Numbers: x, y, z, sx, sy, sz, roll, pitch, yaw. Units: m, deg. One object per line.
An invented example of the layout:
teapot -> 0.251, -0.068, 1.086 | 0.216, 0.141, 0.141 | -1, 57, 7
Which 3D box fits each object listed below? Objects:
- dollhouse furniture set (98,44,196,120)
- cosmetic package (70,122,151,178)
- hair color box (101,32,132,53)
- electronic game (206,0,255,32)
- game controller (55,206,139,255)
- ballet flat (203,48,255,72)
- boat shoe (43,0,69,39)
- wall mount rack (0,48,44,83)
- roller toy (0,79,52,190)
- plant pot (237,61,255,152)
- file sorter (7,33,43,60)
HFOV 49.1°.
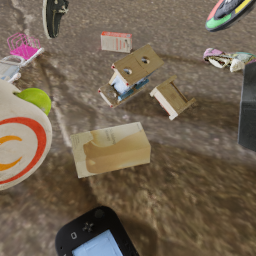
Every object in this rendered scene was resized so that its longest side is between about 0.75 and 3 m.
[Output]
dollhouse furniture set -> 0.541, -1.071, 9.213 | 1.679, 1.688, 2.395 | -36, 85, -30
cosmetic package -> -0.490, 0.583, 7.829 | 2.052, 0.729, 1.079 | -12, 46, -12
hair color box -> -0.493, -3.725, 12.146 | 1.271, 0.705, 0.406 | 9, 46, 8
electronic game -> 2.939, -3.449, 7.560 | 0.430, 2.065, 2.065 | 36, 43, -19
game controller -> -0.417, 2.946, 5.570 | 1.492, 0.602, 2.859 | -21, 48, -20
ballet flat -> 4.010, -2.667, 11.199 | 2.070, 0.716, 0.737 | 19, 67, 25
boat shoe -> -2.032, -3.709, 8.108 | 0.667, 2.211, 0.836 | 6, 19, -2
wall mount rack -> -4.570, -2.213, 10.356 | 2.587, 1.110, 2.977 | 10, 47, 10
roller toy -> -3.447, 0.120, 6.969 | 2.781, 2.537, 1.943 | -17, 43, -43
plant pot -> 4.320, -0.567, 7.779 | 2.267, 2.550, 2.556 | 4, 51, 22
file sorter -> -4.398, -3.506, 11.915 | 1.151, 0.722, 0.800 | 23, 50, 21
